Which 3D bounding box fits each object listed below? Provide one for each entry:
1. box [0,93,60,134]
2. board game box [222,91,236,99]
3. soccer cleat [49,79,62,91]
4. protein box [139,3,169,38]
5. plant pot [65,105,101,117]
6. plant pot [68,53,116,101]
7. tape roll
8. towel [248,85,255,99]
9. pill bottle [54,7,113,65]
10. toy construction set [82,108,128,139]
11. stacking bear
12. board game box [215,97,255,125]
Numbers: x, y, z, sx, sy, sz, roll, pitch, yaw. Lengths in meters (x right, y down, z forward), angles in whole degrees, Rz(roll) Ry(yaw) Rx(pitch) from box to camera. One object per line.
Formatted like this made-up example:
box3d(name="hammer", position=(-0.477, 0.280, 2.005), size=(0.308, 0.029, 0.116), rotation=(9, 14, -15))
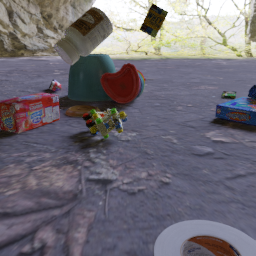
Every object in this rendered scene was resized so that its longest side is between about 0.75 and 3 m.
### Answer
box3d(name="box", position=(-3.189, -0.549, 9.146), size=(0.881, 0.920, 1.846), rotation=(10, 20, 29))
box3d(name="board game box", position=(5.034, -1.663, 13.930), size=(0.654, 0.146, 1.248), rotation=(9, 20, 21))
box3d(name="soccer cleat", position=(-3.990, -2.320, 15.514), size=(0.615, 0.573, 1.680), rotation=(22, 6, -16))
box3d(name="protein box", position=(0.737, -3.094, 8.096), size=(0.525, 0.779, 0.773), rotation=(26, 20, -7))
box3d(name="plant pot", position=(-1.733, -0.684, 10.794), size=(1.344, 0.185, 1.344), rotation=(-1, 18, 0))
box3d(name="plant pot", position=(-1.690, -2.542, 13.571), size=(2.531, 2.031, 2.531), rotation=(0, 17, 0))
box3d(name="tape roll", position=(0.930, 1.617, 3.200), size=(1.292, 0.427, 1.292), rotation=(1, 18, 0))
box3d(name="towel", position=(5.586, -1.189, 10.708), size=(1.766, 0.428, 0.986), rotation=(23, -6, 10))
box3d(name="pill bottle", position=(-1.578, -3.216, 9.903), size=(2.015, 1.152, 1.152), rotation=(-47, 36, -15))
box3d(name="toy construction set", position=(-0.699, -0.252, 8.417), size=(1.146, 0.805, 1.748), rotation=(-28, 15, -6))
box3d(name="stacking bear", position=(0.090, -2.107, 13.061), size=(1.669, 1.563, 2.748), rotation=(-20, 8, 19))
box3d(name="board game box", position=(4.464, -0.650, 10.156), size=(2.185, 0.492, 1.662), rotation=(-17, 24, -42))
